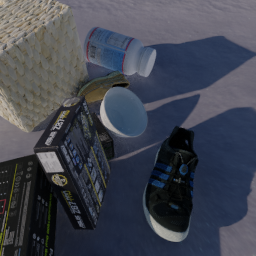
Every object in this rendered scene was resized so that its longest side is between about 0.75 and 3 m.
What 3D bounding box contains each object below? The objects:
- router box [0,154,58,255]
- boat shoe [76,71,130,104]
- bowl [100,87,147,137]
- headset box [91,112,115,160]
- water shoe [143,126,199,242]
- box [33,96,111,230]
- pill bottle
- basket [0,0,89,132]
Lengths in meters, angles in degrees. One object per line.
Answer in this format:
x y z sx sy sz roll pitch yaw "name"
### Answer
-2.394 2.031 4.598 2.208 0.915 2.946 -13 50 7 "router box"
-0.718 -1.222 8.897 0.753 0.709 1.977 40 55 20 "boat shoe"
-0.218 -0.325 7.565 1.452 0.653 1.452 19 56 -32 "bowl"
-1.176 0.299 7.226 1.202 0.640 1.381 -19 45 -20 "headset box"
0.946 0.967 5.922 0.982 1.084 2.747 16 36 -3 "water shoe"
-0.946 0.673 5.554 0.516 2.100 1.693 -6 35 15 "box"
-0.277 -2.628 9.847 2.355 1.281 1.281 22 47 12 "pill bottle"
-2.964 -1.887 7.814 2.330 2.898 2.872 33 62 23 "basket"
